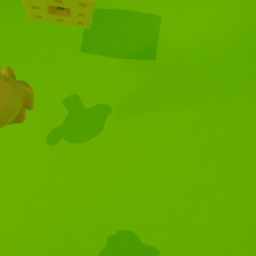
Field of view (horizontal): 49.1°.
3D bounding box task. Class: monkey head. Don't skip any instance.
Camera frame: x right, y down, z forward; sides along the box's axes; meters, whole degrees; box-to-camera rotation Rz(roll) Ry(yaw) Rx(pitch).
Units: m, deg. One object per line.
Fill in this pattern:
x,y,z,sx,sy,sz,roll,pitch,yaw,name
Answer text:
-2.431,-0.623,5.119,1.796,1.082,1.292,-45,61,30,monkey head

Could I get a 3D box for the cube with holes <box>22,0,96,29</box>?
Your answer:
-1.305,-2.950,5.547,1.328,1.328,1.328,5,88,-12,cube with holes
